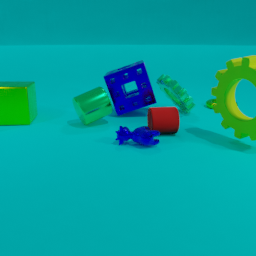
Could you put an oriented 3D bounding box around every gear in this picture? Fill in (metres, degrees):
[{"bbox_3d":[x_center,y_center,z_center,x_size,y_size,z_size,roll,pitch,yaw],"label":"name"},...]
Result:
[{"bbox_3d":[1.647,-1.190,9.709,0.293,1.583,1.583,-45,26,-1],"label":"gear"},{"bbox_3d":[2.820,-0.693,6.664,0.361,1.953,1.953,-15,23,-25],"label":"gear"}]

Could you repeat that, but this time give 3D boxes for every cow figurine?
[{"bbox_3d":[0.208,0.201,6.920,0.917,0.511,0.931,-6,14,-32],"label":"cow figurine"}]

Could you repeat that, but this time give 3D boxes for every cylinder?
[{"bbox_3d":[-1.081,-0.673,8.514,0.919,0.919,0.919,-27,27,-18],"label":"cylinder"},{"bbox_3d":[0.958,-0.203,7.707,0.740,0.740,0.740,-2,18,-7],"label":"cylinder"}]

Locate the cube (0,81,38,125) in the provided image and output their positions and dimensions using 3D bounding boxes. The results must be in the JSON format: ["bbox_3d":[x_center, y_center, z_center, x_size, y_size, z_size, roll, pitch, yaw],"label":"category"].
[{"bbox_3d":[-3.607,-0.811,8.851,1.170,1.170,1.170,-1,18,-6],"label":"cube"}]

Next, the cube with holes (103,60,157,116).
[{"bbox_3d":[0.090,-1.430,9.719,1.377,1.377,1.377,-18,16,6],"label":"cube with holes"}]

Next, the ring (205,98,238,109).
[{"bbox_3d":[3.571,-0.909,10.691,1.189,0.238,1.189,0,18,0],"label":"ring"}]
